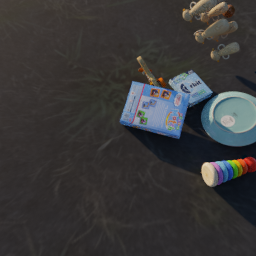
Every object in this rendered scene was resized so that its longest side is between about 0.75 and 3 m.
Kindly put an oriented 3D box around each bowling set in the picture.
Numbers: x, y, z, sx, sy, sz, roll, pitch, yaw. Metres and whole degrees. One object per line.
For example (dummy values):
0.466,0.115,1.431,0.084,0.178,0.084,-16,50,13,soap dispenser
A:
2.984,-3.461,9.520,1.512,1.166,2.172,-45,110,-41,bowling set

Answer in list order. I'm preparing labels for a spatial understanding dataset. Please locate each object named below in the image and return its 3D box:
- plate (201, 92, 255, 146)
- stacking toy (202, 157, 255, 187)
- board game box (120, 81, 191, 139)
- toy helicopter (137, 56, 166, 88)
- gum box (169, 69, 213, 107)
3.182,-0.360,8.358,1.931,0.247,1.931,-6,59,10,plate
2.810,1.106,7.596,1.517,0.648,0.648,-12,61,-14,stacking toy
0.822,-0.559,8.408,1.806,0.331,1.366,15,77,12,board game box
0.622,-1.756,8.787,0.531,1.347,0.891,-33,45,7,toy helicopter
2.008,-1.291,9.012,0.928,0.243,1.092,-27,68,-20,gum box
